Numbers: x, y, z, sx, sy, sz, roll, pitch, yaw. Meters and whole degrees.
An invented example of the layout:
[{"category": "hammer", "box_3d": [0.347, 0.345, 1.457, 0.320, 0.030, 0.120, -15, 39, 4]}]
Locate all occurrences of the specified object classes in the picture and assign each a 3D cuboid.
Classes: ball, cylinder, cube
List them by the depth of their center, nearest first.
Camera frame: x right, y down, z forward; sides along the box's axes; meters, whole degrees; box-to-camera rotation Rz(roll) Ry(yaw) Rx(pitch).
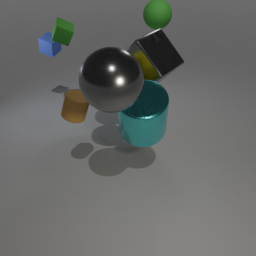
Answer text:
[{"category": "ball", "box_3d": [-0.358, -1.027, 6.047, 1.400, 1.400, 1.400, 0, 31, 0]}, {"category": "cylinder", "box_3d": [-1.474, -0.609, 7.872, 0.700, 0.700, 0.700, 15, 32, -10]}, {"category": "cylinder", "box_3d": [0.409, -0.393, 7.896, 1.400, 1.400, 1.400, -2, 55, 2]}, {"category": "cube", "box_3d": [0.707, -2.188, 9.374, 1.400, 1.400, 1.400, -38, 3, -38]}, {"category": "cube", "box_3d": [-2.615, -3.865, 11.262, 0.700, 0.700, 0.700, 15, 44, -25]}, {"category": "cube", "box_3d": [-3.422, -3.675, 12.342, 0.700, 0.700, 0.700, 23, 50, 10]}, {"category": "ball", "box_3d": [1.437, -5.536, 13.633, 1.400, 1.400, 1.400, 0, 31, 0]}]
